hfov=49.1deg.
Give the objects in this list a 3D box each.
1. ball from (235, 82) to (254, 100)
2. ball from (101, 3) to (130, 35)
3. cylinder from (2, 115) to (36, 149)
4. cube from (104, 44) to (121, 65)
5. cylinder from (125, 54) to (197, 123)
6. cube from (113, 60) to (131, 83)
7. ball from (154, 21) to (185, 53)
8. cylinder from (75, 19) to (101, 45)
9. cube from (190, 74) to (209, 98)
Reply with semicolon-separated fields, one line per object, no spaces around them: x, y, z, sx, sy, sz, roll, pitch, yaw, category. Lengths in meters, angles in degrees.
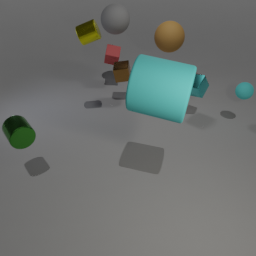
4.698;-1.496;11.297;0.700;0.700;0.700;0;32;0;ball
-0.613;-5.231;13.479;1.400;1.400;1.400;0;32;0;ball
-2.983;0.109;7.656;0.700;0.700;0.700;-21;41;-30;cylinder
-0.786;-3.689;14.154;0.700;0.700;0.700;11;64;-6;cube
0.799;-0.949;6.789;1.400;1.400;1.400;15;34;9;cylinder
-0.267;-2.603;12.912;0.700;0.700;0.700;-6;45;9;cube
1.921;-4.220;12.977;1.400;1.400;1.400;0;32;0;ball
-1.394;-3.377;9.899;0.700;0.700;0.700;-19;31;10;cylinder
2.882;-1.793;11.804;0.700;0.700;0.700;20;72;40;cube
